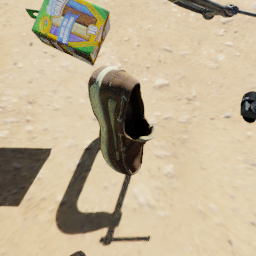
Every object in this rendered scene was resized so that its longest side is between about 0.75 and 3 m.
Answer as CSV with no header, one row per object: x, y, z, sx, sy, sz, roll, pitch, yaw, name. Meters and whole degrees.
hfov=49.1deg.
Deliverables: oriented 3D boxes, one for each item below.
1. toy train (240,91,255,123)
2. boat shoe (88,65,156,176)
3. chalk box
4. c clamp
2.647,-0.156,3.886,2.217,0.378,0.508,12,66,-2,toy train
0.018,0.102,4.733,0.869,2.348,0.867,18,54,30,boat shoe
-1.457,-2.434,6.609,1.825,1.139,1.131,24,90,-4,chalk box
1.786,-2.736,6.423,2.101,0.333,2.460,14,21,-10,c clamp
